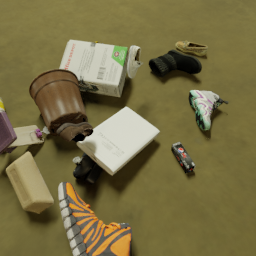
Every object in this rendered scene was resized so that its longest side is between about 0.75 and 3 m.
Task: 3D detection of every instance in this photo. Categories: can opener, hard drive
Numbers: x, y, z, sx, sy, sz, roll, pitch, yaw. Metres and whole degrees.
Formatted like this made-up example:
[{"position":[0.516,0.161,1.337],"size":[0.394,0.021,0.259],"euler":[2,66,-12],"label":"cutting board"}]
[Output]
[{"position":[-1.095,0.731,8.949],"size":[0.699,0.867,2.205],"euler":[-18,37,37],"label":"can opener"},{"position":[-0.258,0.316,8.840],"size":[1.503,0.304,2.279],"euler":[38,52,19],"label":"hard drive"}]

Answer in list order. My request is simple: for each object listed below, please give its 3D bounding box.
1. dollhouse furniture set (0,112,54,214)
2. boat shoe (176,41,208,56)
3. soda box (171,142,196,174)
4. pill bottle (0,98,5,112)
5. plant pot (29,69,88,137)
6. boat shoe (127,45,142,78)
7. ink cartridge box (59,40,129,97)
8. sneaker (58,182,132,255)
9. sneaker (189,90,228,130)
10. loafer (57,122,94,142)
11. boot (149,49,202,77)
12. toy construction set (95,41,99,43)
[{"position":[-3.080,1.239,8.743],"size":[2.057,2.296,2.898],"euler":[-10,67,-60],"label":"dollhouse furniture set"},{"position":[2.812,-3.609,12.365],"size":[1.431,0.449,0.525],"euler":[20,55,15],"label":"boat shoe"},{"position":[1.739,0.930,8.874],"size":[0.313,0.350,0.989],"euler":[-19,55,-12],"label":"soda box"},{"position":[-4.692,-0.654,10.006],"size":[0.525,0.525,0.918],"euler":[-21,55,-16],"label":"pill bottle"},{"position":[-2.242,-0.764,9.441],"size":[1.757,1.757,1.739],"euler":[-19,61,-14],"label":"plant pot"},{"position":[0.286,-2.189,9.443],"size":[0.469,1.101,0.407],"euler":[24,27,35],"label":"boat shoe"},{"position":[-1.264,-2.286,10.712],"size":[2.328,0.978,1.699],"euler":[11,72,8],"label":"ink cartridge box"},{"position":[-0.825,2.538,7.313],"size":[1.547,1.071,2.761],"euler":[-17,64,-18],"label":"sneaker"},{"position":[2.991,-0.733,9.953],"size":[1.263,0.702,1.806],"euler":[-6,53,-4],"label":"sneaker"},{"position":[-1.357,0.190,7.594],"size":[0.520,1.423,0.505],"euler":[-43,75,21],"label":"loafer"},{"position":[1.876,-2.467,11.289],"size":[1.371,0.690,1.834],"euler":[-32,48,-31],"label":"boot"},{"position":[-1.380,-3.130,11.907],"size":[1.156,0.964,0.888],"euler":[-33,37,3],"label":"toy construction set"}]
